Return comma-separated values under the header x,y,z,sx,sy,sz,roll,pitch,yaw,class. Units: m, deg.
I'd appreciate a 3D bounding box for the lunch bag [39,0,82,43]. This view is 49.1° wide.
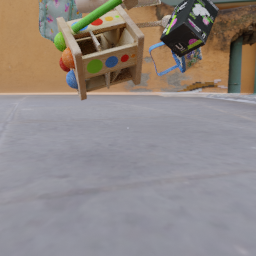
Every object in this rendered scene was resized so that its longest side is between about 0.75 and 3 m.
x,y,z,sx,sy,sz,roll,pitch,yaw,class
-2.354,-3.818,9.539,1.522,1.898,0.732,24,34,16,lunch bag

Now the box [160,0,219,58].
x,y,z,sx,sy,sz,roll,pitch,yaw,class
1.581,-2.672,7.225,0.809,1.302,0.967,36,-26,-22,box

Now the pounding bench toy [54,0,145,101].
x,y,z,sx,sy,sz,roll,pitch,yaw,class
-0.494,-1.365,4.267,1.190,1.526,0.948,-18,56,-16,pounding bench toy

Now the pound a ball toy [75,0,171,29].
x,y,z,sx,sy,sz,roll,pitch,yaw,class
-0.060,-3.551,7.799,2.689,1.753,1.142,-1,19,11,pound a ball toy

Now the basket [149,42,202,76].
x,y,z,sx,sy,sz,roll,pitch,yaw,class
1.862,-2.945,10.984,1.933,1.345,1.705,-21,-28,9,basket
